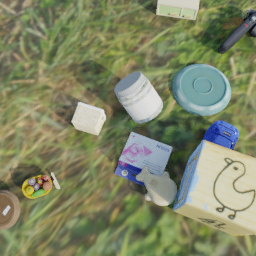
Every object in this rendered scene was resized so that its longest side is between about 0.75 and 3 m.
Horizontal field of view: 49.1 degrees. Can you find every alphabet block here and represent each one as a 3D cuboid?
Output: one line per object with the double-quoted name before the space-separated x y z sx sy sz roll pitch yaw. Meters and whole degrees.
"alphabet block" 2.343 1.581 7.167 1.781 1.748 1.739 19 71 7

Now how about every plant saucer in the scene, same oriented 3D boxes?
"plant saucer" 2.423 -1.330 9.143 1.943 0.266 1.943 0 69 0
"plant saucer" -3.412 2.212 7.586 1.050 0.155 1.050 -2 80 12

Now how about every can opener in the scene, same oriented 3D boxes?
"can opener" 4.022 -3.402 9.717 2.330 0.739 0.916 -38 74 -14

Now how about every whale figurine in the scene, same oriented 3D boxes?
"whale figurine" 0.801 1.611 7.783 1.204 0.625 0.958 36 83 20

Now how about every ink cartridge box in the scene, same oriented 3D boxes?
"ink cartridge box" 0.460 0.943 8.213 1.333 0.294 1.357 20 68 7

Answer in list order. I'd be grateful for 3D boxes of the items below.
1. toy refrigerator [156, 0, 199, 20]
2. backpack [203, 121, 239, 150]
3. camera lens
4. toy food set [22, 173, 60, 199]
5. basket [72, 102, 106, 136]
"toy refrigerator" 1.797 -4.388 10.214 1.463 0.555 0.512 9 68 3
"backpack" 2.694 0.379 8.091 0.933 0.963 1.148 31 68 4
"camera lens" 0.339 -0.870 8.310 1.041 1.041 1.301 -47 119 -16
"toy food set" -2.398 1.570 7.721 0.981 0.320 0.577 -16 80 -27
"basket" -1.164 -0.255 8.424 0.817 0.810 0.657 17 73 6
